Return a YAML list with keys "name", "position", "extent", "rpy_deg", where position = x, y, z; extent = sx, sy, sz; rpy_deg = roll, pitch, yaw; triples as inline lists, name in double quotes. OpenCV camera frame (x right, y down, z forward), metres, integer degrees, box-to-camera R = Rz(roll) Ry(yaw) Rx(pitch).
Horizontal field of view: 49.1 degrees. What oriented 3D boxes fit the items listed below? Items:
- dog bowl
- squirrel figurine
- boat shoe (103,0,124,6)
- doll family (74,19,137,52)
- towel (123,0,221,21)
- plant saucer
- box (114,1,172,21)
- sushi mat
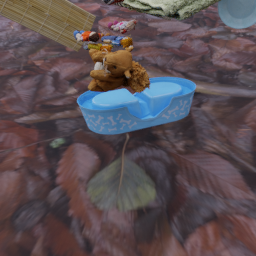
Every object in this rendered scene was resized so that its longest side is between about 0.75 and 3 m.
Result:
- name: "dog bowl"
  position: [0.178, -0.393, 4.679]
  extent: [1.975, 0.490, 1.101]
  rpy_deg: [-13, 27, -14]
- name: "squirrel figurine"
  position: [-0.071, -0.740, 3.484]
  extent: [0.793, 0.561, 0.740]
  rpy_deg: [12, -10, -24]
- name: "boat shoe"
  position: [0.588, -3.469, 6.791]
  extent: [2.871, 0.898, 1.022]
  rpy_deg: [-33, 19, -26]
- name: "doll family"
  position: [-0.379, -1.867, 6.025]
  extent: [1.462, 0.659, 0.907]
  rpy_deg: [-28, 34, -26]
- name: "towel"
  position: [1.219, -2.711, 5.309]
  extent: [2.384, 0.435, 1.769]
  rpy_deg: [-30, 39, -15]
- name: "plant saucer"
  position: [2.824, -3.064, 6.937]
  extent: [1.136, 1.136, 0.219]
  rpy_deg: [12, 34, 15]
- name: "box"
  position: [0.376, -4.108, 8.465]
  extent: [2.397, 0.985, 0.820]
  rpy_deg: [4, 41, -25]
- name: "sushi mat"
  position: [-1.805, -2.520, 6.185]
  extent: [2.065, 0.988, 0.125]
  rpy_deg: [20, 32, -30]
